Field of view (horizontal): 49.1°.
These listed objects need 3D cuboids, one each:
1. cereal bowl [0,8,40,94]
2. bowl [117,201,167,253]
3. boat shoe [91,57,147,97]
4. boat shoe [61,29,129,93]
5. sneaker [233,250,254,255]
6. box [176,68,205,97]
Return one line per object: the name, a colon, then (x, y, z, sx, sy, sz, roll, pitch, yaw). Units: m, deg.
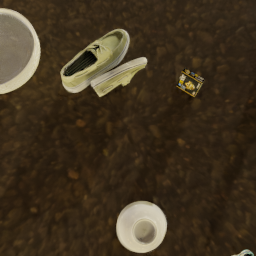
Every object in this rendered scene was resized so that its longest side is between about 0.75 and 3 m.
cereal bowl: (-4.290, -2.390, 9.303, 2.907, 1.210, 2.907, 0, 73, 0)
bowl: (0.424, 2.837, 7.886, 1.476, 0.663, 1.476, 1, 82, -4)
boat shoe: (-0.237, -1.726, 9.461, 2.049, 0.737, 0.635, -27, 97, -3)
boat shoe: (-1.032, -2.369, 9.448, 1.061, 0.914, 2.947, 40, 77, 11)
sneaker: (3.166, 3.720, 7.900, 0.846, 0.365, 0.328, -30, 76, -9)
box: (2.025, -1.488, 9.173, 0.750, 0.940, 0.232, 35, 73, 9)
